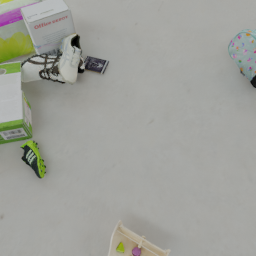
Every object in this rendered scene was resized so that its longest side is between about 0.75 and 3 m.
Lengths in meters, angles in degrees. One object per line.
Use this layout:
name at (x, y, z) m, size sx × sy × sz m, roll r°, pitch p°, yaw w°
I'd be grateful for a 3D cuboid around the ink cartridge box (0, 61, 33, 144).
ink cartridge box at (-4.684, -0.904, 10.128) m, size 2.108 × 1.081 × 2.853 m, roll -11°, pitch 60°, yaw -5°

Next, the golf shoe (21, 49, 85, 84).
golf shoe at (-2.967, -2.258, 10.902) m, size 2.674 × 1.040 × 1.263 m, roll -25°, pitch 64°, yaw -12°

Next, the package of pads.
package of pads at (-4.532, -3.926, 11.154) m, size 2.852 × 2.203 × 0.973 m, roll -25°, pitch 59°, yaw -12°

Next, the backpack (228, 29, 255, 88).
backpack at (4.820, -2.750, 10.460) m, size 1.338 × 1.764 × 2.114 m, roll -13°, pitch 67°, yaw -38°

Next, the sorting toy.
sorting toy at (0.079, 3.623, 7.582) m, size 1.615 × 0.863 × 1.454 m, roll 27°, pitch 51°, yaw 14°

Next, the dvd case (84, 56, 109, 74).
dvd case at (-1.359, -2.614, 11.628) m, size 0.983 × 0.079 × 0.731 m, roll 15°, pitch 61°, yaw 9°

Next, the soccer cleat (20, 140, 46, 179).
soccer cleat at (-3.196, 1.102, 9.401) m, size 0.612 × 0.510 × 1.511 m, roll -29°, pitch 60°, yaw 0°

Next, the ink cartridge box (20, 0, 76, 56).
ink cartridge box at (-2.954, -3.695, 10.961) m, size 1.656 × 2.279 × 0.997 m, roll -26°, pitch 64°, yaw -13°

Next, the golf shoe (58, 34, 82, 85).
golf shoe at (-2.082, -2.587, 10.339) m, size 0.741 × 0.920 × 1.892 m, roll 4°, pitch 76°, yaw -43°
